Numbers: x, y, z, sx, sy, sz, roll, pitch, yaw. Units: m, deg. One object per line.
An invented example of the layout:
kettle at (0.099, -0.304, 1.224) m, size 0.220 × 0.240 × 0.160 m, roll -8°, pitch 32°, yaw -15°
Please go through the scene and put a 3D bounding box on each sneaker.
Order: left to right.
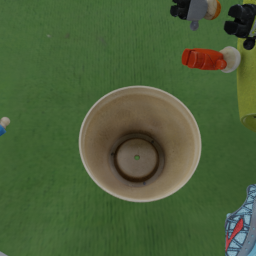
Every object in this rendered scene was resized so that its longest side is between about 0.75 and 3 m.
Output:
sneaker at (1.955, 1.784, 4.490) m, size 0.774 × 0.932 × 1.951 m, roll 27°, pitch 91°, yaw -23°

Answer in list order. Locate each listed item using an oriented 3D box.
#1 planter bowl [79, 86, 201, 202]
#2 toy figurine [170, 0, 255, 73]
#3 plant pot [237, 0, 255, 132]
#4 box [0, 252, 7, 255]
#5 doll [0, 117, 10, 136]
planter bowl at (0.188, 0.444, 5.429) m, size 2.095 × 1.410 × 2.095 m, roll 1°, pitch 68°, yaw -2°
toy figurine at (1.602, -1.820, 4.532) m, size 1.136 × 1.633 × 1.608 m, roll -5°, pitch 74°, yaw -25°
plant pot at (3.022, -1.168, 5.141) m, size 2.395 × 2.395 × 2.560 m, roll 19°, pitch 78°, yaw 9°
box at (-2.372, 2.438, 4.770) m, size 0.803 × 1.030 × 0.212 m, roll -25°, pitch 41°, yaw 2°
doll at (-2.838, -0.286, 4.931) m, size 1.418 × 0.504 × 2.079 m, roll 3°, pitch 84°, yaw -16°
